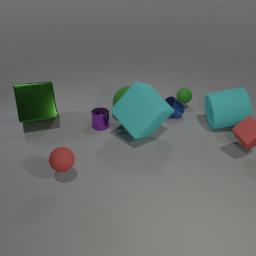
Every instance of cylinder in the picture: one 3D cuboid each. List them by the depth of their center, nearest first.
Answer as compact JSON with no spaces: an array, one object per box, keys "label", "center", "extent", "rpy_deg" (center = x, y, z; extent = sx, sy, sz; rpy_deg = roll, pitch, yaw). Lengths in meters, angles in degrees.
[{"label":"cylinder","center":[3.840,-0.750,10.863],"extent":[1.400,1.400,1.400],"rpy_deg":[-10,28,5]},{"label":"cylinder","center":[-1.097,-0.365,11.141],"extent":[0.700,0.700,0.700],"rpy_deg":[0,29,0]},{"label":"cylinder","center":[1.916,-0.870,11.790],"extent":[0.700,0.700,0.700],"rpy_deg":[29,9,-37]}]

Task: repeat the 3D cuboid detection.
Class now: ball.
[{"label":"ball","center":[-1.830,0.869,7.755],"extent":[0.700,0.700,0.700],"rpy_deg":[0,29,0]},{"label":"ball","center":[0.063,-1.042,11.636],"extent":[1.400,1.400,1.400],"rpy_deg":[0,29,0]},{"label":"ball","center":[2.542,-1.455,12.624],"extent":[0.700,0.700,0.700],"rpy_deg":[0,29,0]}]

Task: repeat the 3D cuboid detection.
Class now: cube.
[{"label":"cube","center":[3.855,0.168,8.923],"extent":[0.700,0.700,0.700],"rpy_deg":[-38,58,8]},{"label":"cube","center":[0.530,-0.611,9.945],"extent":[1.400,1.400,1.400],"rpy_deg":[48,20,14]},{"label":"cube","center":[-3.611,-0.980,11.058],"extent":[1.400,1.400,1.400],"rpy_deg":[-9,3,-16]}]
